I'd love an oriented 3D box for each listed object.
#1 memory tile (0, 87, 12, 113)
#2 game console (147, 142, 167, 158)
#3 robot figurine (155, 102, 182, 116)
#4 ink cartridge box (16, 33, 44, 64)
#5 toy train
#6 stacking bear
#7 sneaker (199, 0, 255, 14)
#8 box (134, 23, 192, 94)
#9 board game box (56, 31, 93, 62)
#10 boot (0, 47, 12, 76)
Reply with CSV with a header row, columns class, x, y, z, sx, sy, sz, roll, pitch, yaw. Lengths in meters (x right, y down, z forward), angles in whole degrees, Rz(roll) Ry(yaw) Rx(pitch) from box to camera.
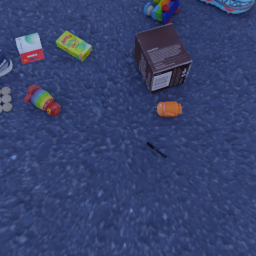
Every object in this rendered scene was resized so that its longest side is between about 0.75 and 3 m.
class,x,y,z,sx,sy,sz,roll,pitch,yaw
memory tile,-5.620,-1.070,11.645,1.554,0.130,1.191,-14,69,-5
game console,1.085,0.837,10.594,0.912,0.538,0.110,37,94,2
robot figurine,1.622,-0.761,11.270,1.039,0.606,0.747,-1,71,-1
ink cartridge box,-4.390,-3.568,12.528,1.026,0.319,1.275,-17,68,-6
toy train,1.807,-5.991,13.211,1.295,0.947,2.238,25,70,24
stacking bear,-3.353,-1.041,11.317,1.392,0.845,0.792,38,33,6
sneaker,4.517,-6.346,12.997,2.951,1.409,1.170,21,70,8
box,1.355,-2.810,11.499,1.636,1.653,1.993,-19,70,-7
board game box,-2.404,-3.668,12.528,1.476,0.351,0.750,33,72,12
boot,-6.210,-2.358,11.552,2.701,1.220,0.983,-39,74,-14
